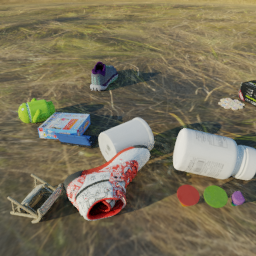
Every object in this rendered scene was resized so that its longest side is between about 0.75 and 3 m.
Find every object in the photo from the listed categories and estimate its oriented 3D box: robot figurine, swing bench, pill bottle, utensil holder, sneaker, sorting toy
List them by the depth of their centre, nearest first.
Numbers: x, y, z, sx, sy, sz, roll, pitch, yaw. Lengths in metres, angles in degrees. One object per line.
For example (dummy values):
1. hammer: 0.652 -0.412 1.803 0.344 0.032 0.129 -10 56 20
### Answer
1. sorting toy: 2.164 1.962 7.545 1.802 0.620 0.625 3 49 -3
2. swing bench: -2.452 1.921 7.552 1.032 0.670 1.027 16 34 16
3. sneaker: -0.236 1.537 7.892 2.844 0.950 1.524 -21 37 -25
4. pill bottle: 2.627 0.854 8.523 2.263 1.294 1.294 12 32 -1
5. utensil holder: -0.073 0.450 9.402 1.466 1.246 1.246 -21 37 -29
6. robot figurine: -3.811 -0.681 11.610 1.507 0.872 1.322 -13 36 -22
7. sneaker: -1.229 -3.120 15.220 1.111 1.307 2.987 6 32 9

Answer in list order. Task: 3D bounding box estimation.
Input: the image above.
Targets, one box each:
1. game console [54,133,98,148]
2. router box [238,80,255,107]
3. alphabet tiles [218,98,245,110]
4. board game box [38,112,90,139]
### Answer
1. game console: -1.848 0.278 10.159 1.236 0.731 1.055 8 32 12
2. router box: 6.823 -1.428 12.864 2.027 0.840 2.705 -14 35 -22
3. alphabet tiles: 4.855 -1.136 13.133 1.064 0.079 1.087 -10 33 -16
4. board game box: -2.420 -0.090 10.870 1.512 0.431 1.544 4 26 11
